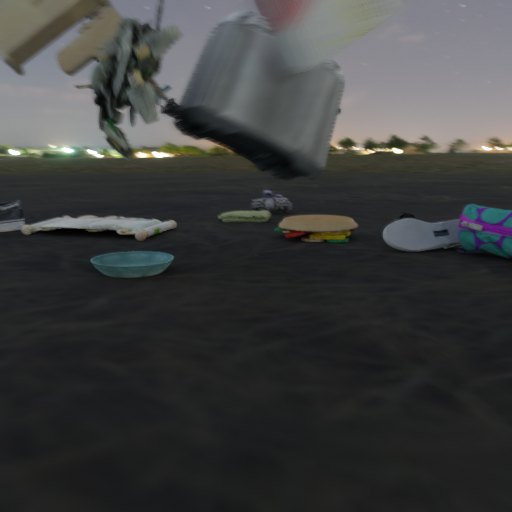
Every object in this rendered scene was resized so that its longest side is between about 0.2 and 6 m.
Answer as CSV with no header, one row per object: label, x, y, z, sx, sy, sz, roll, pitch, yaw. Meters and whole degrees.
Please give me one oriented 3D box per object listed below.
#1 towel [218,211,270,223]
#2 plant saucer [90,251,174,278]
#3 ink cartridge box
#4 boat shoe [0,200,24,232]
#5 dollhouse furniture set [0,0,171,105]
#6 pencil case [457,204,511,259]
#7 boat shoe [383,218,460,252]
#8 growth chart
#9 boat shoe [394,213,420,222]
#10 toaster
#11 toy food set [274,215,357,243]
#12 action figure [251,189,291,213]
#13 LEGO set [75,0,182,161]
towel,-0.269,-0.955,13.517,1.187,0.217,0.881,1,11,7
plant saucer,-1.686,0.124,7.665,1.111,0.200,1.111,1,10,0
ink cartridge box,0.791,-2.844,6.188,1.371,0.995,0.572,-36,31,-8
boat shoe,-5.641,-0.790,11.144,0.781,0.738,2.177,8,13,36
dollhouse furniture set,-2.726,-3.114,9.541,1.805,2.612,2.766,-36,-25,3
pencil case,3.913,-0.301,8.315,0.871,0.802,1.886,8,4,-32
boat shoe,2.834,-0.322,9.486,1.585,0.562,0.553,-6,-15,-14
growth chart,-3.203,-0.639,11.660,3.019,0.268,2.185,3,10,16
boat shoe,2.980,-0.618,11.021,0.540,0.446,1.574,1,10,4
toaster,0.020,-2.308,8.206,2.649,1.711,1.505,21,-3,-25
toy food set,1.154,-0.536,10.766,1.563,0.380,1.547,4,11,19
action figure,0.434,-1.433,15.323,1.079,0.575,1.658,8,15,5
LEGO set,-1.490,-2.661,6.682,0.949,3.349,2.175,10,24,-24
